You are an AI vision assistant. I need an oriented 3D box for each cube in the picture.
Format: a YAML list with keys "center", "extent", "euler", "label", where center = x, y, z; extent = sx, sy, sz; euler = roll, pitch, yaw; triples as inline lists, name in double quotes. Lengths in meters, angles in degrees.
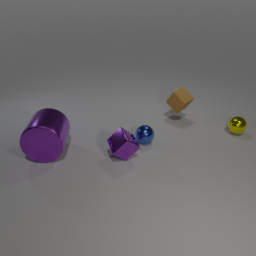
- center: [2.170, -1.164, 11.692]
  extent: [0.700, 0.700, 0.700]
  euler: [-28, 72, -38]
  label: "cube"
- center: [-0.156, 0.534, 9.359]
  extent: [0.700, 0.700, 0.700]
  euler: [31, 22, -42]
  label: "cube"

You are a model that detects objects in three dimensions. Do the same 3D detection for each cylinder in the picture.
- center: [-2.791, 0.228, 9.581]
  extent: [1.400, 1.400, 1.400]
  euler: [0, 29, 0]
  label: "cylinder"

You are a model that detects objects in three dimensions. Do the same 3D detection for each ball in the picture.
- center: [0.617, 0.237, 10.294]
  extent: [0.700, 0.700, 0.700]
  euler: [0, 29, 0]
  label: "ball"
- center: [4.268, -0.104, 10.920]
  extent: [0.700, 0.700, 0.700]
  euler: [0, 29, 0]
  label: "ball"
